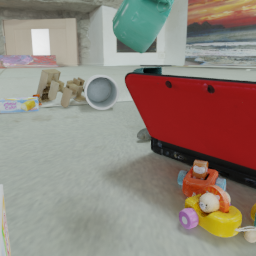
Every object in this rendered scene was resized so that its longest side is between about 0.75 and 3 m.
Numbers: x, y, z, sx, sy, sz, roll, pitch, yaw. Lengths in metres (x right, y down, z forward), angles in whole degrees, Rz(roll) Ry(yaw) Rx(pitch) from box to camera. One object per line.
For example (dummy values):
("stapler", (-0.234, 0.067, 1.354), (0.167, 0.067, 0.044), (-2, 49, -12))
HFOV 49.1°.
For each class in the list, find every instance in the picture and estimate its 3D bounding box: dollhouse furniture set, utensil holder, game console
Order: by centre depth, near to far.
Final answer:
("game console", (1.694, -0.105, 4.729), (2.430, 1.674, 2.820), (-13, 20, -39))
("utensil holder", (-1.041, -1.378, 10.375), (1.212, 1.212, 1.427), (-3, 13, -12))
("dollhouse furniture set", (-2.585, -1.363, 11.182), (1.924, 1.278, 1.687), (29, 24, 16))

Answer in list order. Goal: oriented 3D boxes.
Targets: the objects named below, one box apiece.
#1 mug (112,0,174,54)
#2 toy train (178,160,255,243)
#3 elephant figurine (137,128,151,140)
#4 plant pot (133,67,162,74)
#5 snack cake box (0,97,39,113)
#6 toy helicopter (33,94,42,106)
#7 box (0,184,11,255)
("mug", (0.163, -1.408, 3.420), (0.529, 0.856, 0.703), (28, 36, -14))
("toy train", (1.429, 0.816, 3.480), (1.974, 0.549, 1.483), (9, 18, 32))
("elephant figurine", (1.041, -0.339, 6.938), (1.711, 1.211, 1.328), (-13, -15, 9))
("plant pot", (0.933, -2.764, 15.571), (1.192, 1.192, 1.687), (-8, 13, -26))
("snack cake box", (-3.746, -0.805, 9.698), (1.232, 0.414, 0.709), (-5, 17, -18))
("toy helicopter", (-3.671, -1.005, 10.714), (0.726, 0.433, 1.097), (-12, 7, -10))
("box", (-1.061, 1.145, 1.333), (0.934, 1.036, 1.842), (-6, 15, -22))
